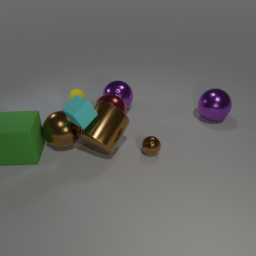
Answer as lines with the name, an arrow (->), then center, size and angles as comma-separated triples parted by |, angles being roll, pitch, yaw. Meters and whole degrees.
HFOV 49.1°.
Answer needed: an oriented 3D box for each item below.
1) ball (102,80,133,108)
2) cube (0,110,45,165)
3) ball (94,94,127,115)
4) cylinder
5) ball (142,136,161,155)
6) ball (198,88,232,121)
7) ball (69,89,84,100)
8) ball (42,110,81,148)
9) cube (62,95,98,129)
ball -> -0.462, -1.460, 12.744 | 1.400, 1.400, 1.400 | 0, 32, 0
cube -> -3.869, 0.330, 9.898 | 1.400, 1.400, 1.400 | -2, 33, -2
ball -> -0.729, -0.721, 11.603 | 1.400, 1.400, 1.400 | 0, 32, 0
cylinder -> -0.868, 0.016, 9.973 | 1.400, 1.400, 1.400 | 19, 68, 28
ball -> 0.841, 0.634, 10.097 | 0.700, 0.700, 0.700 | 0, 32, 0
ball -> 3.712, -0.995, 12.002 | 1.400, 1.400, 1.400 | 0, 32, 0
ball -> -2.416, -1.497, 13.267 | 0.700, 0.700, 0.700 | 0, 32, 0
ball -> -2.453, 0.050, 10.402 | 1.400, 1.400, 1.400 | 0, 32, 0
cube -> -1.558, -0.521, 9.084 | 0.700, 0.700, 0.700 | 27, 69, 37
